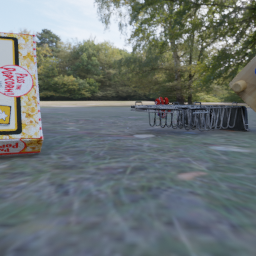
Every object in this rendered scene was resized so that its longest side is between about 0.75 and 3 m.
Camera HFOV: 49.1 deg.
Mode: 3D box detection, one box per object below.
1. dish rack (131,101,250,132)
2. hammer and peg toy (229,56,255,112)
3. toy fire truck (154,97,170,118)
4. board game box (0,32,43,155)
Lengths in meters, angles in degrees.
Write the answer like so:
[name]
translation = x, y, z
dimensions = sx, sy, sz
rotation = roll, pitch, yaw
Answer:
[dish rack]
translation = 1.475, -0.292, 6.821
dimensions = 2.660, 0.726, 2.040
rotation = -3, 5, -42
[hammer and peg toy]
translation = 3.371, -1.175, 5.663
dimensions = 0.815, 1.700, 2.312
rotation = -22, -25, -46
[toy fire truck]
translation = 1.490, -0.896, 12.619
dimensions = 0.534, 0.953, 0.800
rotation = -10, -15, -19
[board game box]
translation = -2.258, -0.473, 3.483
dimensions = 2.199, 1.666, 0.509
rotation = -1, -24, -22
